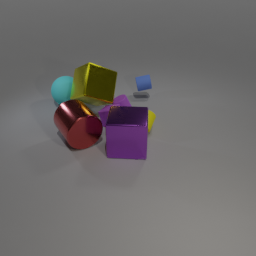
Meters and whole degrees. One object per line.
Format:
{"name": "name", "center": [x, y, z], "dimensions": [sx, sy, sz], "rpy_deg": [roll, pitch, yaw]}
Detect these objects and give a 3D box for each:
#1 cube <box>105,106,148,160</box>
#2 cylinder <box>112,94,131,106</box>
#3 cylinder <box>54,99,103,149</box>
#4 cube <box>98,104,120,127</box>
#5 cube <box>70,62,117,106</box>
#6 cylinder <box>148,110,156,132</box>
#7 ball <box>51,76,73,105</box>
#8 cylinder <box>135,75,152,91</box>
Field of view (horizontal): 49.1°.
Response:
{"name": "cube", "center": [-0.001, 0.143, 10.015], "dimensions": [1.400, 1.400, 1.400], "rpy_deg": [2, 31, 4]}
{"name": "cylinder", "center": [-0.255, -0.995, 12.259], "dimensions": [0.700, 0.700, 0.700], "rpy_deg": [-22, 29, 13]}
{"name": "cylinder", "center": [-1.861, -0.152, 10.405], "dimensions": [1.400, 1.400, 1.400], "rpy_deg": [-18, 39, -27]}
{"name": "cube", "center": [-0.692, -0.528, 11.658], "dimensions": [0.700, 0.700, 0.700], "rpy_deg": [-4, 26, 29]}
{"name": "cube", "center": [-1.473, -1.815, 11.997], "dimensions": [1.400, 1.400, 1.400], "rpy_deg": [12, -8, -34]}
{"name": "cylinder", "center": [0.672, -0.289, 11.176], "dimensions": [0.700, 0.700, 0.700], "rpy_deg": [15, 66, 24]}
{"name": "ball", "center": [-2.891, -1.732, 13.159], "dimensions": [1.400, 1.400, 1.400], "rpy_deg": [0, 31, 0]}
{"name": "cylinder", "center": [0.767, -2.200, 13.697], "dimensions": [0.700, 0.700, 0.700], "rpy_deg": [-11, 31, 4]}
